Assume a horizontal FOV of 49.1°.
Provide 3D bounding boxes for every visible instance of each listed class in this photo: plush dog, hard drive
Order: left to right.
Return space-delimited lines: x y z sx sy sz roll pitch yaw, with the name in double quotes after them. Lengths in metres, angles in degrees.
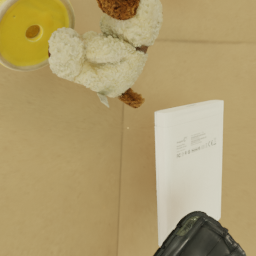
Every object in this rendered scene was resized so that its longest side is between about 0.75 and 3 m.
-0.084 -1.684 5.448 1.912 2.383 2.047 35 114 8 "plush dog"
1.165 0.794 5.118 1.607 0.325 2.436 -13 106 -37 "hard drive"

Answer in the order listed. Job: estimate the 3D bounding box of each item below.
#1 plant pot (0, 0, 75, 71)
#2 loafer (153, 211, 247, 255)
-2.379 -2.433 5.353 2.569 2.569 2.416 -39 68 -12 "plant pot"
0.327 2.145 3.147 0.909 0.879 2.589 39 80 17 "loafer"
